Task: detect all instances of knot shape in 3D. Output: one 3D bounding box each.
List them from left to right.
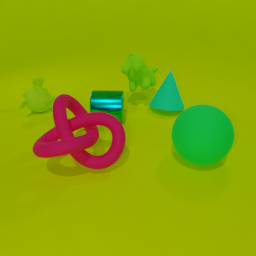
[{"bbox_3d":[-1.123,0.002,6.254,1.951,0.901,1.826,-1,48,-22],"label":"knot shape"}]

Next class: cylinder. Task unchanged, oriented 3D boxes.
[{"bbox_3d":[-0.583,-0.628,8.082,0.910,0.910,0.910,1,31,2],"label":"cylinder"}]

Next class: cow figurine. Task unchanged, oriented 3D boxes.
[{"bbox_3d":[0.399,-1.795,8.873,0.840,1.531,1.507,-8,43,24],"label":"cow figurine"}]

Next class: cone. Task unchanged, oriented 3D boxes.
[{"bbox_3d":[1.262,-1.217,8.646,1.123,1.128,1.123,4,19,-1],"label":"cone"}]

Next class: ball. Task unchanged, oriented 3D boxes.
[{"bbox_3d":[1.670,0.150,6.313,1.365,1.365,1.365,0,31,0],"label":"ball"}]

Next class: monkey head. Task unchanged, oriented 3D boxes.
[{"bbox_3d":[-2.701,-0.995,8.563,1.375,0.989,0.829,-11,52,-35],"label":"monkey head"}]
